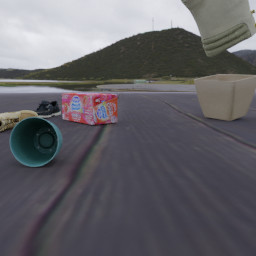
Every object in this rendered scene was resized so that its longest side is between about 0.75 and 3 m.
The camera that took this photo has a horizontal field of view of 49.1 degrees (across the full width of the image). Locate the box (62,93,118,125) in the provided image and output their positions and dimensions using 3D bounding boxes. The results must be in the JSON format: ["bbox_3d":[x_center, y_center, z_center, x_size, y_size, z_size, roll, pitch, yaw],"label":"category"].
[{"bbox_3d":[-1.415,-0.743,10.096,1.066,1.021,2.139,-8,12,-40],"label":"box"}]

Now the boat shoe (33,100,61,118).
[{"bbox_3d":[-3.406,-0.815,11.639,0.782,0.694,2.093,3,9,16],"label":"boat shoe"}]

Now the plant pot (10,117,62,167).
[{"bbox_3d":[-1.521,0.224,4.892,0.816,0.816,0.655,0,0,2],"label":"plant pot"}]

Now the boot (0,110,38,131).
[{"bbox_3d":[-3.479,-0.202,8.296,1.449,0.527,1.126,-3,9,-8],"label":"boot"}]

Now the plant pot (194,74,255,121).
[{"bbox_3d":[3.786,-1.199,10.862,1.740,1.540,1.738,-18,21,-36],"label":"plant pot"}]

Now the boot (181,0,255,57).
[{"bbox_3d":[2.039,-2.681,5.197,2.381,1.841,0.858,-39,25,-5],"label":"boot"}]
